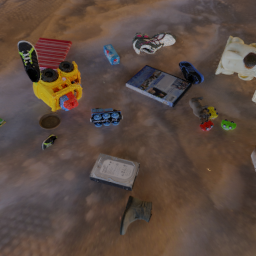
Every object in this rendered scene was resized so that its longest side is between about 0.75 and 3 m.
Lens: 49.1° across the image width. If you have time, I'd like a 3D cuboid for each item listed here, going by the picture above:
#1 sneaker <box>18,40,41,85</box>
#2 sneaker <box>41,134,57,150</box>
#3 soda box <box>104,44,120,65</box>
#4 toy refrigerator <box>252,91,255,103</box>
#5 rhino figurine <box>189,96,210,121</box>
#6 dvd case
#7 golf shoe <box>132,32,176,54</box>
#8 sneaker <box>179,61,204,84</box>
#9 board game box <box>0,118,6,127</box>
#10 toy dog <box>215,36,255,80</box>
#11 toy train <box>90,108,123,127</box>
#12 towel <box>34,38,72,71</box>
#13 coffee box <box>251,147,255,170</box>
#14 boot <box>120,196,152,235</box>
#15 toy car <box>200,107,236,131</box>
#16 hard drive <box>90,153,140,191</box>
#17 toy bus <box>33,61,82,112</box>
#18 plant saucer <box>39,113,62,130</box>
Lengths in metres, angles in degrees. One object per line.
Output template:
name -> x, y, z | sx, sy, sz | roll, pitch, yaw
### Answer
sneaker -> -3.808, -2.557, 11.010 | 0.630, 1.758, 0.728 | -18, 28, -6
sneaker -> -3.133, 0.560, 11.189 | 0.337, 0.292, 0.814 | 18, 50, 16
soda box -> -0.899, -4.003, 15.237 | 0.465, 0.440, 1.372 | -16, 49, -14
toy refrigerator -> 6.702, -1.140, 12.447 | 0.776, 0.715, 2.045 | -32, 55, -25
rhino figurine -> 3.170, -0.825, 12.342 | 0.652, 0.446, 1.491 | -17, 50, 2
dvd case -> 1.511, -2.117, 13.665 | 2.691, 0.236, 1.919 | 27, 52, 23
golf shoe -> 1.504, -4.665, 15.700 | 2.534, 0.978, 1.116 | -5, 74, -9
sneaker -> 3.016, -2.785, 14.025 | 0.659, 0.594, 1.693 | -21, 52, -28
board game box -> -5.625, -0.110, 11.942 | 0.396, 0.089, 0.756 | 24, 52, 23
toy dog -> 5.859, -3.194, 13.094 | 2.793, 2.708, 1.949 | 19, 95, 10
toy train -> -0.933, -0.507, 11.980 | 1.382, 0.599, 0.789 | -6, 42, -6
towel -> -4.335, -4.079, 15.409 | 1.952, 0.303, 2.699 | 7, 50, 4
coffee box -> 5.202, 1.577, 9.424 | 1.066, 1.530, 2.675 | 2, 48, 1
boot -> 0.295, 2.862, 9.017 | 0.897, 0.465, 1.373 | 17, 51, 7
toy car -> 3.846, -0.201, 11.863 | 1.383, 0.328, 1.470 | 20, 51, 17
hard drive -> -0.468, 1.583, 10.260 | 1.599, 0.302, 1.117 | 13, 49, 12
toy bus -> -2.795, -1.723, 12.617 | 2.188, 1.485, 2.100 | -35, 69, -31
plant saucer -> -3.333, -0.268, 12.046 | 0.962, 0.142, 0.962 | 0, 49, 0
